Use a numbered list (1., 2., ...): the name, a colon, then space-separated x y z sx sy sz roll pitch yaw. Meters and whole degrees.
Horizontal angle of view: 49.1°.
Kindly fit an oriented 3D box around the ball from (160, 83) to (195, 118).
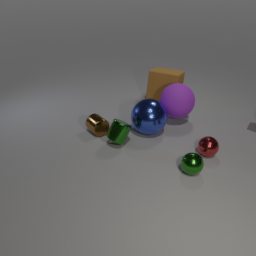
1. ball: 2.000 -1.103 11.334 1.400 1.400 1.400 0 30 0

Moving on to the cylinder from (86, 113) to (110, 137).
1. cylinder: -1.181 -0.121 10.852 0.700 0.700 0.700 -19 34 -30

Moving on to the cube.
1. cube: 1.771 -2.003 13.202 1.400 1.400 1.400 13 22 18

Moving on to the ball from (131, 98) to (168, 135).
1. ball: 0.806 -0.431 10.713 1.400 1.400 1.400 0 30 0

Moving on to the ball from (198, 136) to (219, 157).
1. ball: 2.729 0.627 9.514 0.700 0.700 0.700 0 30 0

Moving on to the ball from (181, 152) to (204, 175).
1. ball: 1.994 1.106 8.695 0.700 0.700 0.700 0 30 0

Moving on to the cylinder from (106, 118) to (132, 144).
1. cylinder: -0.323 0.118 9.991 0.700 0.700 0.700 25 11 -5
